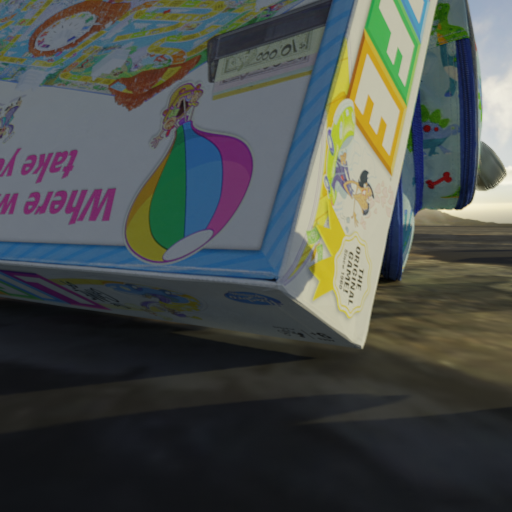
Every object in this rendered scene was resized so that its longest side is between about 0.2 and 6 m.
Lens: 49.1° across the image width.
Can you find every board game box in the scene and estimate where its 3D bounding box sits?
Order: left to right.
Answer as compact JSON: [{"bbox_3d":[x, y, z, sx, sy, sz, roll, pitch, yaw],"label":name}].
[{"bbox_3d":[-1.223,-1.269,4.137,4.798,3.226,0.821,3,-22,36],"label":"board game box"}]

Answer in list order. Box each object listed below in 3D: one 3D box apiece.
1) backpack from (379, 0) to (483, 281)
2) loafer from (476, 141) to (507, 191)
[{"bbox_3d":[1.113,-1.225,5.725,2.168,2.950,2.700,2,6,14],"label":"backpack"},{"bbox_3d":[2.494,-1.379,8.571,1.019,1.017,2.915,45,-5,-26],"label":"loafer"}]
